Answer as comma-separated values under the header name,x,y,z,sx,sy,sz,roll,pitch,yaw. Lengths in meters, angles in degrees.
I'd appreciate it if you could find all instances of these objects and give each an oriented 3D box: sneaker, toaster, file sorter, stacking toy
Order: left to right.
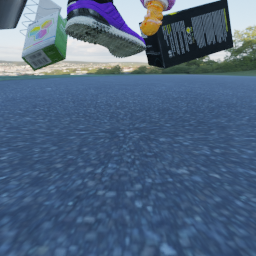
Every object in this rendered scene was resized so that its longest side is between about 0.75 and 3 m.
name,x,y,z,sx,sy,sz,roll,pitch,yaw
toaster,-3.024,-2.890,5.410,1.798,1.988,1.180,-22,-18,-46
file sorter,-3.290,-4.030,10.386,0.998,1.438,0.895,37,34,10
sneaker,-0.424,-2.586,6.781,0.886,1.267,2.548,-14,-12,35
stacking toy,0.638,-2.852,5.692,1.264,2.178,1.195,3,-13,35

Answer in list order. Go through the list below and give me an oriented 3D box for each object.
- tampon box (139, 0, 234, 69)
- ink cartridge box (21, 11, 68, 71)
name,x,y,z,sx,sy,sz,roll,pitch,yaw
tampon box,1.890,-3.137,9.397,2.464,1.555,1.846,-18,19,-8
ink cartridge box,-2.374,-2.735,8.232,1.084,0.619,2.087,-16,53,16
